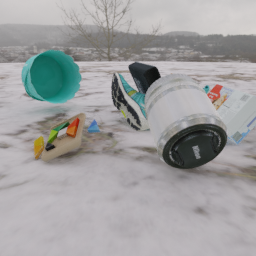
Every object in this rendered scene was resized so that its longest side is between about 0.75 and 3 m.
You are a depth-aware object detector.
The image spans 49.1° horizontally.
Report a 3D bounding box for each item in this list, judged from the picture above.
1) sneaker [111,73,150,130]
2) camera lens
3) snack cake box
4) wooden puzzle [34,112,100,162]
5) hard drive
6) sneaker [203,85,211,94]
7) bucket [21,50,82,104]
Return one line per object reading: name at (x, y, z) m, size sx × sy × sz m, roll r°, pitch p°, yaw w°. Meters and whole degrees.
sneaker at (0.148, -0.850, 8.831) m, size 0.919 × 0.894 × 2.307 m, roll -16°, pitch 58°, yaw -28°
camera lens at (1.099, -0.133, 5.630) m, size 1.344 × 1.344 × 1.681 m, roll -3°, pitch 44°, yaw -10°
snack cake box at (2.718, -0.469, 7.793) m, size 0.676 × 1.158 × 2.013 m, roll 38°, pitch 8°, yaw -18°
wooden puzzle at (-1.430, 0.161, 6.157) m, size 1.739 × 0.203 × 1.173 m, roll -28°, pitch 35°, yaw 9°
hard drive at (0.772, -1.227, 9.465) m, size 0.453 × 1.922 × 2.754 m, roll -26°, pitch 19°, yaw -2°
sneaker at (3.072, -1.437, 11.769) m, size 0.483 × 0.497 × 1.247 m, roll -4°, pitch 21°, yaw 48°
bucket at (-2.959, -1.910, 10.619) m, size 2.061 × 2.061 × 1.341 m, roll -12°, pitch 15°, yaw -36°
